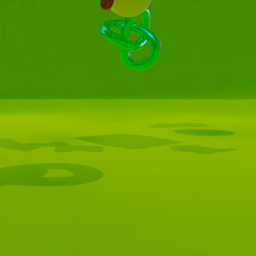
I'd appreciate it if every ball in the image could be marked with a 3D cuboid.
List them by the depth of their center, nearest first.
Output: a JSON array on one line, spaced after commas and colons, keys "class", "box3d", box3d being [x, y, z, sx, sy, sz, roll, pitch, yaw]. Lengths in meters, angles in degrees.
[{"class": "ball", "box3d": [0.008, -3.391, 6.844, 1.260, 1.260, 1.260, 0, 6, 0]}]

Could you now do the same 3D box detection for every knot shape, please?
[{"class": "knot shape", "box3d": [0.213, -2.618, 8.412, 1.931, 1.807, 0.892, -33, 12, -26]}]

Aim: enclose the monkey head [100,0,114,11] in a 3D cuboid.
[{"class": "monkey head", "box3d": [-0.301, -2.599, 4.699, 0.853, 1.185, 0.714, -5, -19, -23]}]
